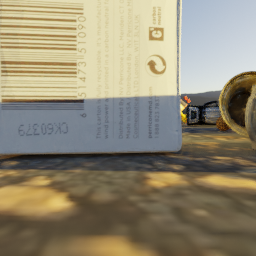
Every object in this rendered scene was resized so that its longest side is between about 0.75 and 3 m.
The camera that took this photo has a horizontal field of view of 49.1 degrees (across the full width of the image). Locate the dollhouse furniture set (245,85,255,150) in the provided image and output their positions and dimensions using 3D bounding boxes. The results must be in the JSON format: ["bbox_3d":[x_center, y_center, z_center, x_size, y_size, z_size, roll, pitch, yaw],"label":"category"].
[{"bbox_3d":[2.866,-0.863,2.904,1.495,2.378,2.689,-3,4,-36],"label":"dollhouse furniture set"}]

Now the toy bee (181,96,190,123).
[{"bbox_3d":[2.204,-0.944,12.741,1.465,1.216,2.238,36,21,-13],"label":"toy bee"}]

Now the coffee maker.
[{"bbox_3d":[2.765,-0.399,10.174,1.274,0.858,1.224,2,-22,11],"label":"coffee maker"}]

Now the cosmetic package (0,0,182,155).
[{"bbox_3d":[-0.589,-0.832,4.231,2.138,2.136,2.591,0,5,-8],"label":"cosmetic package"}]

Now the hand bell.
[{"bbox_3d":[2.502,-0.245,6.572,1.324,1.324,2.544,0,-10,4],"label":"hand bell"}]
